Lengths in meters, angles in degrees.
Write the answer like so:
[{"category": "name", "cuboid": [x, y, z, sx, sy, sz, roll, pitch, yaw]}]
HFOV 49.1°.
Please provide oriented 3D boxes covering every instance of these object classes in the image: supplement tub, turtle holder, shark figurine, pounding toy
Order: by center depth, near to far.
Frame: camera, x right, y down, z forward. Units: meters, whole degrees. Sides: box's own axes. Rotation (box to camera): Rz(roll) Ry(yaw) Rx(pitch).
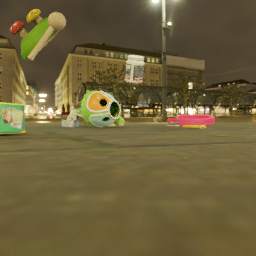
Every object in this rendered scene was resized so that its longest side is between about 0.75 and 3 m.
[{"category": "pounding toy", "cuboid": [-3.341, -3.494, 9.933, 1.201, 1.998, 2.589, 44, -5, -27]}, {"category": "turtle holder", "cuboid": [-0.977, -0.592, 11.094, 1.346, 1.896, 1.440, 5, 39, 33]}, {"category": "supplement tub", "cuboid": [0.322, -2.813, 13.413, 0.855, 1.218, 0.855, 5, 21, -2]}, {"category": "shark figurine", "cuboid": [-2.497, -0.718, 15.561, 2.241, 1.339, 0.935, 3, -7, 43]}]

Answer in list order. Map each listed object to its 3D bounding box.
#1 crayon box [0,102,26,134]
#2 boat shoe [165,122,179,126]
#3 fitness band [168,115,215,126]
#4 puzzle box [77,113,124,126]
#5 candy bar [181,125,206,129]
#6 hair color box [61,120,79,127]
[{"category": "crayon box", "cuboid": [-3.125, -0.164, 4.635, 1.802, 0.609, 2.088, 2, 2, 21]}, {"category": "boat shoe", "cuboid": [2.351, -0.219, 14.845, 0.780, 0.232, 0.280, 0, 1, -14]}, {"category": "fitness band", "cuboid": [3.566, -0.453, 15.910, 2.604, 0.487, 1.870, -1, 7, 6]}, {"category": "puzzle box", "cuboid": [-1.354, -0.521, 14.589, 1.598, 0.305, 2.403, 23, 10, 21]}, {"category": "candy bar", "cuboid": [2.269, -0.042, 9.726, 0.278, 0.124, 1.117, -1, 2, -26]}, {"category": "hair color box", "cuboid": [-2.484, -0.197, 12.109, 0.530, 0.321, 1.060, 0, 1, 1]}]
